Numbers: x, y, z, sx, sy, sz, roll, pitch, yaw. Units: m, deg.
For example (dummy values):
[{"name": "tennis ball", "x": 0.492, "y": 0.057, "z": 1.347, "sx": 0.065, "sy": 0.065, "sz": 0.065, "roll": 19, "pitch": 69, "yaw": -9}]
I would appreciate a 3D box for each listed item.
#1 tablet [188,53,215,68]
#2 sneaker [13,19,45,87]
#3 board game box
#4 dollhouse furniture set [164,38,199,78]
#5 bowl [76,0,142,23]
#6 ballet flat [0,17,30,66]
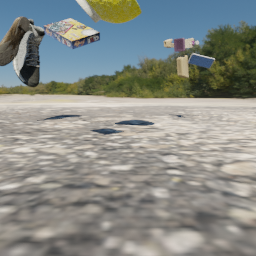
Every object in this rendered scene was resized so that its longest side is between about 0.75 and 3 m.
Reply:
[{"name": "tablet", "x": 3.096, "y": -2.839, "z": 11.840, "sx": 0.986, "sy": 0.067, "sz": 0.642, "roll": 15, "pitch": -26, "yaw": 1}, {"name": "sneaker", "x": -3.635, "y": -2.965, "z": 10.577, "sx": 1.505, "sy": 2.606, "sz": 0.978, "roll": -26, "pitch": -14, "yaw": 34}, {"name": "board game box", "x": -1.093, "y": -1.842, "z": 5.420, "sx": 0.649, "sy": 0.166, "sz": 0.958, "roll": -30, "pitch": 50, "yaw": -32}, {"name": "dollhouse furniture set", "x": 2.362, "y": -2.962, "z": 11.754, "sx": 1.140, "sy": 1.606, "sz": 1.272, "roll": -16, "pitch": 19, "yaw": -28}, {"name": "bowl", "x": -0.652, "y": -3.141, "z": 6.659, "sx": 1.018, "sy": 1.891, "sz": 1.891, "roll": -41, "pitch": -1, "yaw": 11}, {"name": "ballet flat", "x": -3.990, "y": -2.965, "z": 9.530, "sx": 0.457, "sy": 1.970, "sz": 0.664, "roll": 14, "pitch": -16, "yaw": 30}]
